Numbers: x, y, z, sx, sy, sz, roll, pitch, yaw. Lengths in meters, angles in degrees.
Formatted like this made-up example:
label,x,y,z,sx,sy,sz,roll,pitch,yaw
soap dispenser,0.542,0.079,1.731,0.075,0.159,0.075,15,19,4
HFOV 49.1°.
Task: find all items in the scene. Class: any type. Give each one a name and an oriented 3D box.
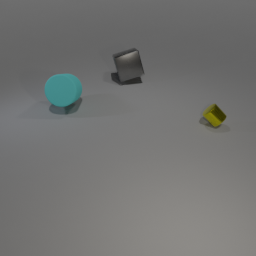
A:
label,x,y,z,sx,sy,sz,roll,pitch,yaw
cube,0.006,-3.578,15.790,1.400,1.400,1.400,-17,23,1
cylinder,-2.882,-1.735,12.673,1.400,1.400,1.400,1,12,1
cylinder,3.573,-0.529,11.579,0.700,0.700,0.700,45,35,-8
